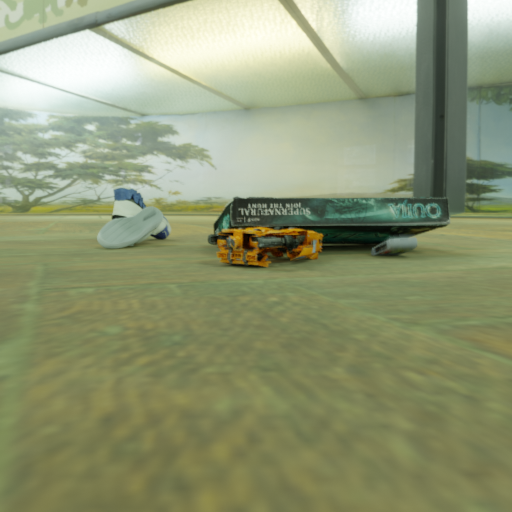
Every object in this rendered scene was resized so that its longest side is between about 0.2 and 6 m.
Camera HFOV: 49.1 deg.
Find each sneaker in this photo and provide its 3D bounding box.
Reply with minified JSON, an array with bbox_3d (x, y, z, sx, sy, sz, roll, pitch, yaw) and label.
[{"bbox_3d":[-2.764,-0.667,12.755,0.764,1.092,1.891,2,-24,24],"label":"sneaker"},{"bbox_3d":[-2.573,-0.442,11.474,0.644,0.624,1.762,42,36,11],"label":"sneaker"}]

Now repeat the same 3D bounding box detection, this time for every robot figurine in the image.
[{"bbox_3d":[0.167,-0.154,8.371,1.358,0.545,1.874,4,6,35],"label":"robot figurine"}]

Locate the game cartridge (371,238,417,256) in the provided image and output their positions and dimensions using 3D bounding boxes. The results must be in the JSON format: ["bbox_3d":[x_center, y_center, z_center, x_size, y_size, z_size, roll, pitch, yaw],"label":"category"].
[{"bbox_3d":[2.304,-0.141,9.273,0.539,0.166,0.810,-6,-10,-12],"label":"game cartridge"}]

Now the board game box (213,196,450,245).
[{"bbox_3d":[1.232,-0.599,10.509,3.836,0.540,2.594,-1,-6,-10],"label":"board game box"}]
